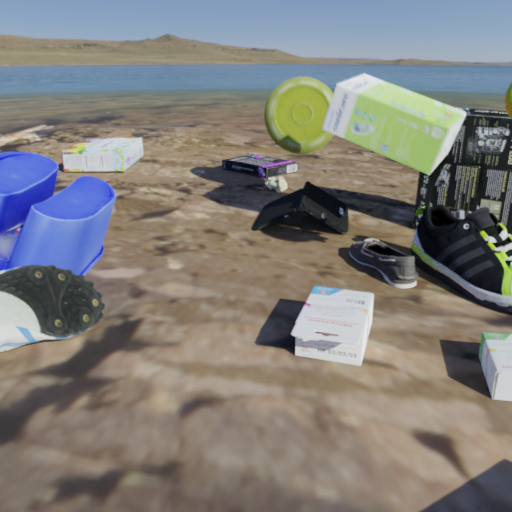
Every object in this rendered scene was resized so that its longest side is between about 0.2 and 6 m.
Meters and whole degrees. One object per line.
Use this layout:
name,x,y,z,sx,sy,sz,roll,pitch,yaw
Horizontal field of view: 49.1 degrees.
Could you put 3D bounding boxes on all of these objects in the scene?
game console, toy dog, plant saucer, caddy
game console,0.913,-0.744,10.799,1.497,0.991,1.702,31,22,-4
toy dog,0.438,-1.694,13.071,0.524,0.365,0.508,16,15,39
plant saucer,0.950,-2.916,11.587,1.573,1.573,0.244,0,7,1
caddy,-3.264,-0.430,8.207,1.968,1.461,2.784,22,19,-5

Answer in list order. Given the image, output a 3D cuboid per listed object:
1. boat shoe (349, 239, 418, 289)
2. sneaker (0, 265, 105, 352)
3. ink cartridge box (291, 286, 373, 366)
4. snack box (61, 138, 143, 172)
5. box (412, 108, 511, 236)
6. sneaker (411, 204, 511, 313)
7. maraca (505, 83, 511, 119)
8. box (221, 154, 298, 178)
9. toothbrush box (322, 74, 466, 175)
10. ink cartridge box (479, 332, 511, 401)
boat shoe,1.912,-0.022,8.424,0.547,0.466,1.637,-6,21,-17
sneaker,-2.922,0.681,6.090,2.572,0.924,0.932,-8,-11,-42
ink cartridge box,0.866,0.810,6.251,0.735,0.433,1.277,6,21,16
snack box,-4.269,-2.882,15.836,1.665,0.620,2.341,0,21,1
box,3.836,-1.445,9.831,1.750,2.136,0.920,14,25,32
sneaker,3.083,-0.084,7.677,0.954,1.102,2.661,-12,24,-28
maraca,3.061,-1.619,6.069,0.904,0.620,0.484,20,-14,-25
box,0.082,-2.438,15.122,1.719,0.310,1.229,21,28,41
toothbrush box,2.216,-2.161,8.965,1.863,0.802,1.356,28,34,16
ink cartridge box,2.598,1.107,5.588,0.579,0.348,0.796,3,19,10
